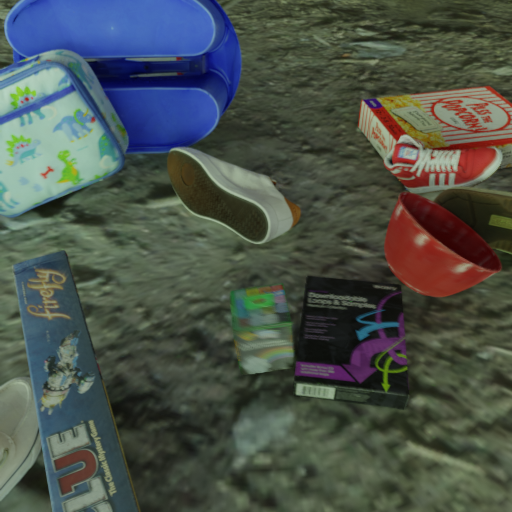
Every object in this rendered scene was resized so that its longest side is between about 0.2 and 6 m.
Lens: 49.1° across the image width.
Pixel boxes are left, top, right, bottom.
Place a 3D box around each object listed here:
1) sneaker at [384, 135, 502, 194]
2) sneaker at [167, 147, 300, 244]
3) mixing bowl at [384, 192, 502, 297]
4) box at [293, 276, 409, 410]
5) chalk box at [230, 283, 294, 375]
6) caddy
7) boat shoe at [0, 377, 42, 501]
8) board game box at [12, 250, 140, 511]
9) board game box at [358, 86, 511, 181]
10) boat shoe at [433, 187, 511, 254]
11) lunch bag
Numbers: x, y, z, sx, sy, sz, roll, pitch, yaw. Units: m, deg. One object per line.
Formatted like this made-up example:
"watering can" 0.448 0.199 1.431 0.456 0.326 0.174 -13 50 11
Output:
"sneaker" 3.267 -1.741 10.172 2.067 1.163 0.736 -10 55 54
"sneaker" -0.442 -1.181 10.457 2.961 1.078 1.253 37 38 30
"mixing bowl" 2.708 -0.038 8.731 1.863 1.009 1.863 26 28 -15
"box" 1.370 1.152 8.067 1.500 0.379 2.098 5 40 6
"chalk box" 0.071 0.908 7.639 0.775 1.245 0.771 -7 41 -1
"caddy" -2.681 -3.929 11.540 4.785 3.383 2.512 -2 25 -3
"boat shoe" -3.177 2.327 6.298 0.979 0.889 2.661 6 41 7
"board game box" -1.692 1.914 5.665 0.602 2.359 3.482 -15 42 -18
"board game box" 4.211 -2.749 12.311 3.234 0.749 2.450 -9 41 -10
"boat shoe" 4.804 -0.500 9.474 3.490 1.250 1.329 24 23 21
"lunch bag" -4.016 -2.172 9.993 2.949 2.370 1.216 -18 36 8
